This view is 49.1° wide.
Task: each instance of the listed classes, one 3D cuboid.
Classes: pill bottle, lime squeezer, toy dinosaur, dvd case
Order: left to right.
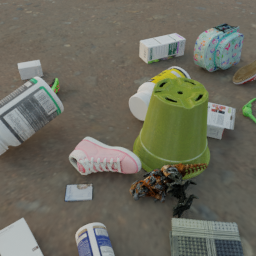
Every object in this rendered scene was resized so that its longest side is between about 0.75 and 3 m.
[{"bbox_3d":[-3.507,-0.355,8.968,2.594,1.467,1.467,-40,53,-17],"label":"pill bottle"},{"bbox_3d":[-1.398,1.832,7.999,0.778,0.068,0.555,-3,41,-3],"label":"dvd case"},{"bbox_3d":[-0.682,2.893,6.241,0.753,0.753,1.356,-12,42,-14],"label":"pill bottle"},{"bbox_3d":[1.215,-1.273,10.603,1.358,1.358,2.441,31,50,31],"label":"pill bottle"},{"bbox_3d":[1.146,1.438,7.685,2.179,1.113,1.479,-41,30,3],"label":"toy dinosaur"},{"bbox_3d":[4.746,-0.722,10.760,0.687,0.367,1.944,8,41,9],"label":"lime squeezer"}]

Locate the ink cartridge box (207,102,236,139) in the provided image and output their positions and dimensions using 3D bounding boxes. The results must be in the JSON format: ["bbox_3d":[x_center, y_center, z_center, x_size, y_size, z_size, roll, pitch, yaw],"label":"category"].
[{"bbox_3d":[3.173,-0.260,10.048,1.174,0.561,1.337,14,43,15],"label":"ink cartridge box"}]

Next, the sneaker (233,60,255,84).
[{"bbox_3d":[5.769,-2.415,12.571,2.189,1.231,0.780,-35,47,5],"label":"sneaker"}]

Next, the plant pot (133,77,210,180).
[{"bbox_3d":[1.428,-0.161,8.518,2.525,2.398,2.525,0,40,0],"label":"plant pot"}]

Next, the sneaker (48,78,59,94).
[{"bbox_3d":[-3.262,-1.600,11.597,0.649,0.595,1.550,7,40,2],"label":"sneaker"}]

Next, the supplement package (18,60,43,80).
[{"bbox_3d":[-4.463,-2.665,12.828,0.978,0.593,0.586,-14,43,-15],"label":"supplement package"}]

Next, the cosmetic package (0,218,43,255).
[{"bbox_3d":[-2.432,2.869,6.408,0.786,0.565,1.393,-29,49,-27],"label":"cosmetic package"}]

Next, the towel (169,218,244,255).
[{"bbox_3d":[1.847,2.947,6.609,1.722,0.297,1.658,5,44,2],"label":"towel"}]

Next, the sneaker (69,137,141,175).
[{"bbox_3d":[-0.780,1.057,8.320,2.230,0.839,1.166,18,42,28],"label":"sneaker"}]

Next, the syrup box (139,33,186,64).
[{"bbox_3d":[1.750,-4.059,14.217,2.234,0.880,0.910,-17,44,-20],"label":"syrup box"}]

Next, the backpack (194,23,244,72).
[{"bbox_3d":[4.152,-3.624,12.949,2.158,1.916,1.625,-21,42,-19],"label":"backpack"}]
